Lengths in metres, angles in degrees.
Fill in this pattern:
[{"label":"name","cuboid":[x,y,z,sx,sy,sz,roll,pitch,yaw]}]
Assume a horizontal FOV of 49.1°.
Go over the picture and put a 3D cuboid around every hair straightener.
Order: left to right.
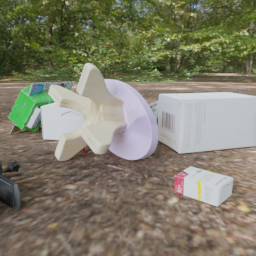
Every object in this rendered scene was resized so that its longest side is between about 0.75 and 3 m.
[{"label":"hair straightener","cuboid":[-2.749,1.010,5.629,1.099,0.585,2.857,-10,11,-41]}]

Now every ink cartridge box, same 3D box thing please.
[{"label":"ink cartridge box","cuboid":[-1.605,-0.400,10.268,2.078,1.197,2.847,2,12,10]},{"label":"ink cartridge box","cuboid":[1.430,1.084,5.313,0.902,0.376,0.655,10,16,40]}]

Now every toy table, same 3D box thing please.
[{"label":"toy table","cuboid":[-0.738,-0.291,7.158,1.666,2.615,2.845,-2,24,-43]}]

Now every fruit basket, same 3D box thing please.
[{"label":"fruit basket","cuboid":[-3.169,-0.788,10.738,1.141,2.254,2.434,42,23,17]}]

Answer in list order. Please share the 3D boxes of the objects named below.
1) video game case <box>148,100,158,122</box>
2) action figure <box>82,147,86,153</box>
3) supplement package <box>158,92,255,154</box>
[{"label":"video game case","cuboid":[0.508,-0.357,10.125,1.244,0.155,1.739,-20,27,24]},{"label":"action figure","cuboid":[-0.866,0.403,8.529,0.485,0.736,1.487,14,40,39]},{"label":"supplement package","cuboid":[2.451,-0.252,8.668,2.688,1.577,1.571,-4,13,-17]}]
